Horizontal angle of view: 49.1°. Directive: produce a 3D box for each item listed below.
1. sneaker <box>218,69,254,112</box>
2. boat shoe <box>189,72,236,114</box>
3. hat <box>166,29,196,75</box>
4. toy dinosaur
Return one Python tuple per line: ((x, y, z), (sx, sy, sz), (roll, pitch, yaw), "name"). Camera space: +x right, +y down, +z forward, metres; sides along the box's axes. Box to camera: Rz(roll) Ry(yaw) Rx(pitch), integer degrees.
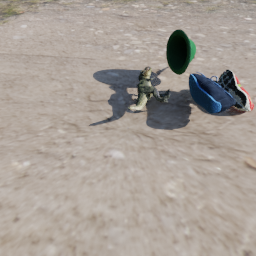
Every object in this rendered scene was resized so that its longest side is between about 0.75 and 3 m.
((3.292, -1.099, 8.560), (0.686, 0.622, 1.615), (17, 45, -35), "sneaker")
((2.375, -0.993, 8.142), (0.737, 0.903, 2.146), (-11, 37, -4), "boat shoe")
((2.291, -2.658, 9.674), (1.539, 1.448, 1.749), (-7, 41, -21), "hat")
((0.703, -1.046, 8.375), (1.074, 0.579, 2.438), (13, 38, 3), "toy dinosaur")
